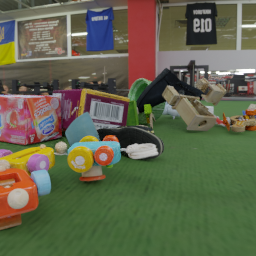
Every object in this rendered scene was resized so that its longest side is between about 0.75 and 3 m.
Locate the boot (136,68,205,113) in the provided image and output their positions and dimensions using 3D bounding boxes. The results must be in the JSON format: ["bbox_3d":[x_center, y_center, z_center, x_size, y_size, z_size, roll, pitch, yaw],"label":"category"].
[{"bbox_3d":[1.741,-1.120,11.677,2.111,2.513,0.960,38,-18,13],"label":"boot"}]

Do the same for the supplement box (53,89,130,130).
[{"bbox_3d":[-1.383,-0.522,9.414,1.657,1.306,2.532,7,1,-36],"label":"supplement box"}]

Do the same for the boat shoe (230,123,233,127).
[{"bbox_3d":[4.614,-0.212,11.777,1.030,0.311,0.381,1,11,9],"label":"boat shoe"}]

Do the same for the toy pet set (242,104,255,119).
[{"bbox_3d":[5.804,-0.337,12.270,1.417,0.806,1.518,35,-4,-26],"label":"toy pet set"}]

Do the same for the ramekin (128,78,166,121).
[{"bbox_3d":[0.933,-1.322,13.702,1.018,2.085,2.085,4,5,-31],"label":"ramekin"}]

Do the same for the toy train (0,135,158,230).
[{"bbox_3d":[-0.940,0.727,4.102,2.677,0.745,2.011,-10,14,-35],"label":"toy train"}]

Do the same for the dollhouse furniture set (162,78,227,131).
[{"bbox_3d":[2.563,-1.250,10.340,1.147,1.824,2.062,3,42,-32],"label":"dollhouse furniture set"}]

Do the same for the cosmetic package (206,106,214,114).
[{"bbox_3d":[3.772,-0.812,14.842,0.900,0.632,1.775,6,10,38],"label":"cosmetic package"}]

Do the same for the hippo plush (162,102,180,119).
[{"bbox_3d":[2.317,-1.100,14.815,1.526,1.216,1.227,-3,8,-22],"label":"hippo plush"}]

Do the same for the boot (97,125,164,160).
[{"bbox_3d":[0.345,0.263,7.111,1.999,0.721,1.510,7,9,40],"label":"boot"}]

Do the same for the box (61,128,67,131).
[{"bbox_3d":[-2.319,-0.430,11.026,1.989,0.949,0.991,-7,11,-39],"label":"box"}]

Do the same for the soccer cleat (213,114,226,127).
[{"bbox_3d":[3.380,-0.330,11.981,1.594,0.679,0.547,29,8,20],"label":"soccer cleat"}]

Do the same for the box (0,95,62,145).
[{"bbox_3d":[-3.669,-0.355,8.988,2.894,1.382,1.443,5,10,31],"label":"box"}]

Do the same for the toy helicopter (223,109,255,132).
[{"bbox_3d":[4.097,-0.205,10.455,1.283,0.765,1.939,6,17,26],"label":"toy helicopter"}]

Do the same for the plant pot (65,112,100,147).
[{"bbox_3d":[-1.134,0.209,6.933,0.705,1.046,1.046,-22,13,-11],"label":"plant pot"}]

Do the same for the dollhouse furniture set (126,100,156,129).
[{"bbox_3d":[0.349,-0.214,11.467,1.412,1.091,2.825,-6,-12,10],"label":"dollhouse furniture set"}]
